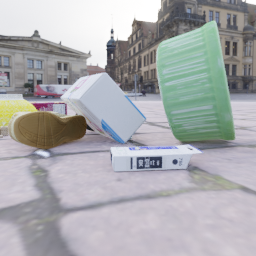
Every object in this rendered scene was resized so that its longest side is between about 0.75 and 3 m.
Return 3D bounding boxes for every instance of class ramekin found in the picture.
[{"bbox_3d":[1.722,-1.022,7.062,1.418,2.902,2.902,-10,3,19],"label":"ramekin"}]

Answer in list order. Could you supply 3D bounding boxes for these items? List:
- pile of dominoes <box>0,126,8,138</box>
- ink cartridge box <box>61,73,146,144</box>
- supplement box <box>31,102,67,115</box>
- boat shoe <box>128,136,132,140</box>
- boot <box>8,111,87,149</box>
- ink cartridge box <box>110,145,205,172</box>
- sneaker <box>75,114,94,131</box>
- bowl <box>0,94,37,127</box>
[{"bbox_3d":[-4.451,0.105,8.225,1.712,0.273,1.334,-2,7,-22],"label":"pile of dominoes"},{"bbox_3d":[-0.763,-0.562,7.669,0.954,1.628,2.253,-48,22,-11],"label":"ink cartridge box"},{"bbox_3d":[-3.677,-0.758,12.908,1.680,0.867,1.100,-1,7,-10],"label":"supplement box"},{"bbox_3d":[-0.088,0.151,7.885,0.311,0.257,0.908,-2,7,-19],"label":"boat shoe"},{"bbox_3d":[-2.385,-0.035,6.935,1.813,0.849,2.333,4,7,27],"label":"boot"},{"bbox_3d":[0.470,0.504,4.832,1.510,0.296,0.751,-2,7,-6],"label":"ink cartridge box"},{"bbox_3d":[-0.906,-0.349,9.697,1.872,0.783,1.130,7,10,-12],"label":"sneaker"},{"bbox_3d":[-4.657,-0.719,11.114,2.290,1.232,2.290,-1,7,0],"label":"bowl"}]
